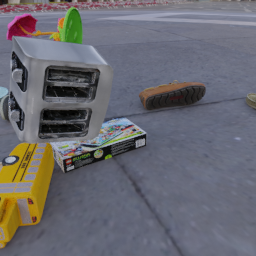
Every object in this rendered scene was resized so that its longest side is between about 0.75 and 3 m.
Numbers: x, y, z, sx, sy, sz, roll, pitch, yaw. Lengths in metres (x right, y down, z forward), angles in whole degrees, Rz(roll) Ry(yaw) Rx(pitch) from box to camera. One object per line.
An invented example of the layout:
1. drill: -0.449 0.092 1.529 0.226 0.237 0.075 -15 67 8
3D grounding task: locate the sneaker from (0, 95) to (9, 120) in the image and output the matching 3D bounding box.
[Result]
1. sneaker: -3.814 -0.901 10.209 1.059 0.746 1.994 -1 27 3

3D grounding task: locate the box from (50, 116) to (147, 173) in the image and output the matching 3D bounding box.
1. box: -0.897 0.383 8.129 2.569 0.446 1.414 -17 32 -28

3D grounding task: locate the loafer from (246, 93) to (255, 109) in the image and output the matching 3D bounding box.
1. loafer: 5.068 -0.978 10.524 0.682 0.605 1.795 -4 28 -8

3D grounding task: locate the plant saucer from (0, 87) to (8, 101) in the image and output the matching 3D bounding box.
1. plant saucer: -5.768 -1.194 11.197 1.901 0.366 1.901 0 27 0

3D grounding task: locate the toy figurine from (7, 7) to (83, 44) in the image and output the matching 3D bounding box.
1. toy figurine: -2.773 -2.702 8.853 2.147 2.332 1.751 7 -15 6

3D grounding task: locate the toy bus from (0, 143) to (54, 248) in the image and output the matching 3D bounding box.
1. toy bus: -2.291 1.283 6.050 0.997 0.829 2.546 -2 28 -5

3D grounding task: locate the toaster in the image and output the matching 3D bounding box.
1. toaster: -1.312 -0.710 5.564 1.968 1.779 1.167 -2 35 -30

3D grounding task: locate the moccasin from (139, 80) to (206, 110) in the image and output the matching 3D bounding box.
1. moccasin: 1.761 -1.343 10.974 2.679 0.980 1.034 -15 39 -8

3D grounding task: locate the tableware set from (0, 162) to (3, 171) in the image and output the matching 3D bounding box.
1. tableware set: -3.629 1.210 6.850 1.644 0.191 1.373 -6 28 -10
